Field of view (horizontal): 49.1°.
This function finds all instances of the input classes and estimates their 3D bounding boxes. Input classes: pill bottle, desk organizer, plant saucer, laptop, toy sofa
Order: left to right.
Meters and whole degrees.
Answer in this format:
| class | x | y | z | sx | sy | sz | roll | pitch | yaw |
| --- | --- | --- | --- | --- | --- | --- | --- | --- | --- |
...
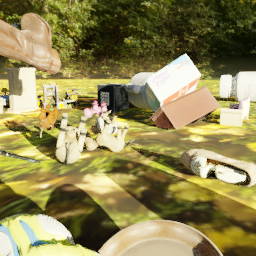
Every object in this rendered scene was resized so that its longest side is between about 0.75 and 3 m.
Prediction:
| class | x | y | z | sx | sy | sz | roll | pitch | yaw |
| --- | --- | --- | --- | --- | --- | --- | --- | --- | --- |
| laptop | -2.542 | 0.697 | 5.008 | 1.202 | 0.700 | 1.356 | 9 | -11 | 34 |
| plant saucer | 0.199 | 1.131 | 1.980 | 1.044 | 0.167 | 1.044 | -10 | 32 | 6 |
| desk organizer | 1.826 | -0.516 | 8.782 | 2.152 | 0.828 | 0.772 | -25 | -14 | -32 |
| toy sofa | 3.596 | -0.598 | 9.377 | 0.685 | 0.807 | 1.655 | 7 | 14 | 29 |
| pill bottle | 6.364 | -2.161 | 14.840 | 2.784 | 1.592 | 1.592 | 4 | 13 | 23 |

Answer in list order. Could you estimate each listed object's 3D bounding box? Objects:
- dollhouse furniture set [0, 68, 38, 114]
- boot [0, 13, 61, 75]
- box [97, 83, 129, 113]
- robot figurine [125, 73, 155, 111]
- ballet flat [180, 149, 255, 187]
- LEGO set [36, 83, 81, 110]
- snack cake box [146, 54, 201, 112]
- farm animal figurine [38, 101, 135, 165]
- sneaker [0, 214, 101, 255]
| class | x | y | z | sx | sy | sz | roll | pitch | yaw |
| --- | --- | --- | --- | --- | --- | --- | --- | --- | --- |
| dollhouse furniture set | -5.678 | -1.703 | 12.224 | 2.730 | 1.781 | 2.577 | 8 | 14 | 35 |
| boot | -3.130 | -2.590 | 7.089 | 2.627 | 0.844 | 2.448 | 10 | 41 | -56 |
| box | -0.610 | -1.322 | 11.982 | 0.813 | 1.126 | 1.518 | 6 | 14 | 22 |
| robot figurine | 1.040 | -1.549 | 11.930 | 2.361 | 1.572 | 2.784 | 0 | 10 | -30 |
| ballet flat | 1.391 | 0.637 | 4.475 | 1.318 | 0.449 | 0.443 | 7 | 22 | 34 |
| LEGO set | -3.250 | -1.557 | 12.889 | 2.086 | 1.209 | 1.604 | -5 | 13 | -23 |
| snack cake box | 1.361 | -1.190 | 8.881 | 1.375 | 0.803 | 2.390 | -32 | -12 | -1 |
| farm animal figurine | -0.913 | 0.139 | 5.966 | 1.866 | 0.938 | 1.507 | -7 | 32 | -45 |
| sneaker | -0.586 | 1.099 | 1.528 | 1.948 | 0.738 | 1.023 | 2 | 18 | 40 |
